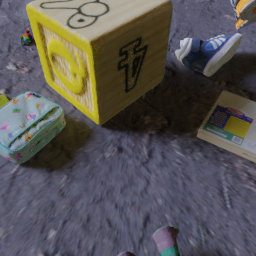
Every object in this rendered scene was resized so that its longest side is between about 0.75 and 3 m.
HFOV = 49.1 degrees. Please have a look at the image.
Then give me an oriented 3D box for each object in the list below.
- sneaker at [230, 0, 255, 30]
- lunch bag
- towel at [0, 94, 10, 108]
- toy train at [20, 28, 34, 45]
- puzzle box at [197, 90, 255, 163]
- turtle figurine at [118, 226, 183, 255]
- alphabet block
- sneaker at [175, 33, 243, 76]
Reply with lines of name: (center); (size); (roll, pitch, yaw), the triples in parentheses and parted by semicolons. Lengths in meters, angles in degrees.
sneaker: (2.537, -2.687, 5.718); (0.935, 2.390, 0.923); (-23, 89, 23)
lunch bag: (-2.594, -0.078, 7.195); (1.520, 0.730, 1.895); (26, 54, 21)
towel: (-4.364, -0.169, 7.613); (2.443, 0.221, 1.051); (-30, 57, -23)
toy train: (-3.792, -3.397, 10.337); (0.456, 0.333, 0.787); (-27, 53, -4)
puzzle box: (3.403, 0.099, 7.293); (2.712, 0.345, 1.804); (26, 55, 21)
turtle figurine: (0.854, 3.007, 4.237); (2.060, 1.385, 2.751); (-18, 46, -15)
alphabet block: (-0.694, -2.236, 7.768); (2.715, 2.666, 2.651); (-37, 57, -27)
sneaker: (2.610, -2.769, 9.370); (1.643, 0.904, 2.244); (36, 64, 22)
